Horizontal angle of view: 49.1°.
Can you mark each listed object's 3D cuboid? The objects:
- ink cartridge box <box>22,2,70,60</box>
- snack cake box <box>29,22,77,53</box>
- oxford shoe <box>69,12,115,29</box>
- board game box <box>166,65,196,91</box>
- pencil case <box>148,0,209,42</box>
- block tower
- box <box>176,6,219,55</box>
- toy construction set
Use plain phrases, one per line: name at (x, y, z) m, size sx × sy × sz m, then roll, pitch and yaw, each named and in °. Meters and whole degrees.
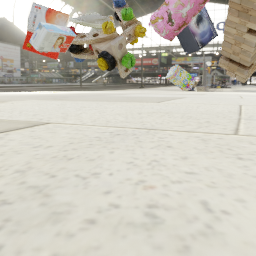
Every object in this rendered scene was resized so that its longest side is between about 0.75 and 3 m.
ink cartridge box at (-2.832, -3.315, 9.579) m, size 1.291 × 1.591 × 0.399 m, roll 17°, pitch -2°, yaw -7°
snack cake box at (-1.584, -1.910, 5.975) m, size 0.297 × 0.509 × 0.885 m, roll 48°, pitch 28°, yaw 13°
oxford shoe at (-1.177, -3.562, 9.247) m, size 1.672 × 0.483 × 0.629 m, roll 14°, pitch 16°, yaw 20°
board game box at (2.282, -2.147, 12.108) m, size 1.091 × 0.562 × 0.572 m, roll 33°, pitch -15°, yaw -16°
pencil case at (1.072, -2.435, 5.454) m, size 0.642 × 1.551 × 0.671 m, roll 8°, pitch 41°, yaw -50°
block tower at (2.489, -2.167, 5.665) m, size 0.760 × 2.812 × 0.813 m, roll 36°, pitch 71°, yaw 26°
box at (2.671, -3.873, 11.119) m, size 1.373 × 1.384 × 0.853 m, roll -40°, pitch 18°, yaw -25°
toy construction set at (-0.226, -2.543, 6.958) m, size 2.204 × 2.643 × 2.031 m, roll -20°, pitch 43°, yaw -34°
